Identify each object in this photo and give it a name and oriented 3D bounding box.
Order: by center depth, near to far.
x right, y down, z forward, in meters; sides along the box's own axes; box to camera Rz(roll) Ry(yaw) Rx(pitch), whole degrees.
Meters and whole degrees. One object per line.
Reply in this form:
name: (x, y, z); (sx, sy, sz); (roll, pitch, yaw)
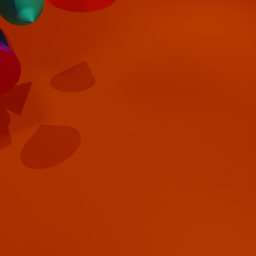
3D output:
cone: (-0.944, -3.259, 5.454); (1.416, 1.416, 1.422); (-4, 89, -4)
cylinder: (-3.172, -1.561, 6.277); (1.244, 1.244, 1.244); (-22, 48, -18)
cone: (-2.515, -2.874, 6.931); (1.222, 1.222, 1.227); (-22, 50, -18)
